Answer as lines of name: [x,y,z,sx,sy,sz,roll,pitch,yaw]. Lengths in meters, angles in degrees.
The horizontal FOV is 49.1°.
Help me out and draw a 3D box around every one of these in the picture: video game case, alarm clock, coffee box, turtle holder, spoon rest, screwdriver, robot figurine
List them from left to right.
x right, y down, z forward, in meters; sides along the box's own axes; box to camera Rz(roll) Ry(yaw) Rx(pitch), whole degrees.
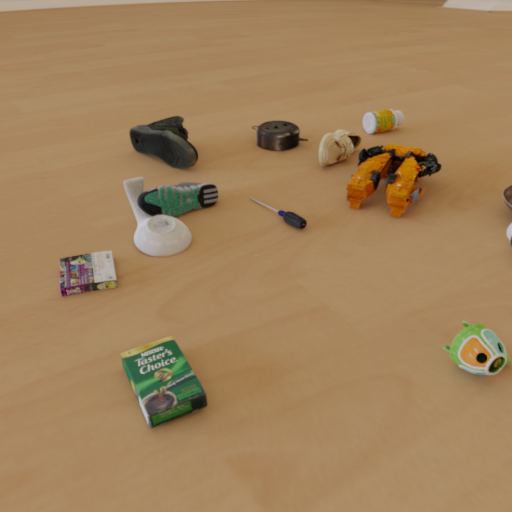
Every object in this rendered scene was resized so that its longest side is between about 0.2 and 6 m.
video game case: [-3.004,0.294,9.997,0.954,0.188,1.052,-9,33,-15]
spoon rest: [-2.091,-0.710,11.372,1.112,0.679,2.239,-16,48,-23]
coffee box: [-1.277,1.665,7.590,0.816,0.292,1.327,-17,34,-20]
alarm clock: [0.489,-3.470,15.800,1.222,0.603,1.811,-23,35,-32]
screwdriver: [0.379,-0.969,12.042,0.281,0.270,1.934,-27,36,-32]
robot figurine: [3.117,-1.849,12.928,1.947,0.781,2.685,15,35,23]
turtle holder: [3.154,1.386,7.873,0.694,0.914,0.649,-42,41,-4]

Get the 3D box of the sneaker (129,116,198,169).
sneaker: [-2.100,-3.068,14.724,1.451,0.968,2.532,-31,37,-31]

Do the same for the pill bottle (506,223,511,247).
pill bottle: [5.124,-0.224,10.443,0.610,0.610,1.049,-1,31,-1]

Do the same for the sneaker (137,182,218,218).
sneaker: [-1.792,-1.256,12.209,1.884,0.701,0.825,-9,21,-35]

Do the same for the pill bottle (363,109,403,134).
pill bottle: [3.777,-3.995,16.569,1.109,0.616,0.616,-14,34,-21]

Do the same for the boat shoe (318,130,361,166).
boat shoe: [2.207,-2.852,14.589,0.700,0.746,2.023,10,32,26]

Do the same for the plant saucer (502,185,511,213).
plant saucer: [6.187,-0.978,11.688,2.046,0.328,2.046,2,30,-1]
